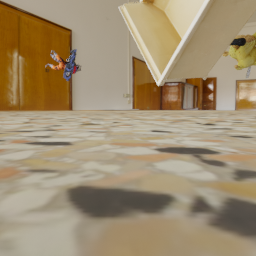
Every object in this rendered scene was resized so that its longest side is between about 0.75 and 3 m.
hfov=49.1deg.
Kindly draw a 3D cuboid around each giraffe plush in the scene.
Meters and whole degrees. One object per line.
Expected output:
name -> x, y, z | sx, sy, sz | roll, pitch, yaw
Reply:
giraffe plush -> 3.732, -2.489, 8.939 | 1.245, 1.443, 1.170 | 6, 34, -20

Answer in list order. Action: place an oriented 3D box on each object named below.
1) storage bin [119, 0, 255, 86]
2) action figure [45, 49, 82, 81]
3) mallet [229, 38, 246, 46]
storage bin -> 1.132, -2.792, 5.384 | 1.299, 2.752, 2.772 | -7, -31, -27
action figure -> -1.367, -1.492, 6.225 | 0.741, 0.766, 0.401 | 21, 27, -18
mallet -> 2.049, -2.490, 8.210 | 0.895, 0.559, 2.717 | -10, 18, -29
